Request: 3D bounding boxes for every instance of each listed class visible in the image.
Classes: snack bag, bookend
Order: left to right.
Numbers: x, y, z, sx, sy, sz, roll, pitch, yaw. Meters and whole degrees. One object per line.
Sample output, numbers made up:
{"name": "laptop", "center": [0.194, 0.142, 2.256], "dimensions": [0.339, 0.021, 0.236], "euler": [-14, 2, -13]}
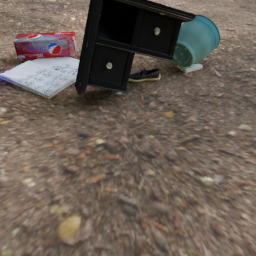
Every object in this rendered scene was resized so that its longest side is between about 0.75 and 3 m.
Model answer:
{"name": "snack bag", "center": [-2.776, -2.077, 10.129], "dimensions": [2.535, 0.288, 2.688], "euler": [23, 44, 26]}
{"name": "bookend", "center": [0.094, -2.316, 8.592], "dimensions": [2.946, 2.964, 1.365], "euler": [10, 15, -17]}

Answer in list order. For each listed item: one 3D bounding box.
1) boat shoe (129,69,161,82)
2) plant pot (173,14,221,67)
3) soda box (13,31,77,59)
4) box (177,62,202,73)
{"name": "boat shoe", "center": [0.536, -1.874, 9.789], "dimensions": [1.226, 0.382, 0.457], "euler": [-4, 36, -2]}
{"name": "plant pot", "center": [2.305, -3.038, 10.212], "dimensions": [1.555, 1.555, 1.461], "euler": [28, 64, 30]}
{"name": "soda box", "center": [-3.170, -3.232, 10.913], "dimensions": [2.271, 0.720, 0.795], "euler": [-4, 41, -4]}
{"name": "box", "center": [2.327, -2.330, 10.557], "dimensions": [0.779, 0.142, 0.563], "euler": [-18, 43, -22]}
